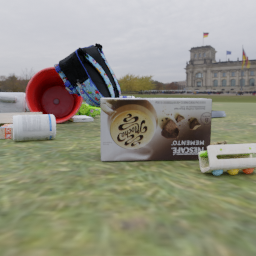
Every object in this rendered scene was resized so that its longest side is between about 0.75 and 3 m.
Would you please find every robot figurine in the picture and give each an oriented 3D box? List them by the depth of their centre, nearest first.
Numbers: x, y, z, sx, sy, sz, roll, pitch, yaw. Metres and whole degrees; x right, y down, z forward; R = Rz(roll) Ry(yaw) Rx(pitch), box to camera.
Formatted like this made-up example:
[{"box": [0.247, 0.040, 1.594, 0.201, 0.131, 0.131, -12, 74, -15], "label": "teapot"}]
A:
[{"box": [-5.513, -0.976, 12.959, 2.360, 1.333, 2.002, -2, -27, -14], "label": "robot figurine"}]

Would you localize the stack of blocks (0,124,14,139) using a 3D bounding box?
[{"box": [-3.389, 0.081, 8.352, 0.637, 0.324, 1.107, -1, 7, -13], "label": "stack of blocks"}]

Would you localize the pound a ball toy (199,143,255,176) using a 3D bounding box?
[{"box": [1.657, 0.548, 4.461, 1.029, 0.437, 0.671, -1, -19, -8], "label": "pound a ball toy"}]

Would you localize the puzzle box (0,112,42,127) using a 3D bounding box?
[{"box": [-4.309, -0.226, 9.510, 2.708, 0.344, 1.802, -3, -4, -18], "label": "puzzle box"}]

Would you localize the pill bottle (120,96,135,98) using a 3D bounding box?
[{"box": [0.037, -1.972, 22.351, 1.921, 1.150, 1.150, 0, 7, -2], "label": "pill bottle"}]

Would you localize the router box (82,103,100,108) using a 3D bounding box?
[{"box": [-2.899, -1.247, 17.980, 2.317, 0.720, 1.736, 5, 8, 36], "label": "router box"}]

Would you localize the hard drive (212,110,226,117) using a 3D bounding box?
[{"box": [4.459, -0.773, 15.476, 1.704, 0.361, 1.149, -4, 8, -31], "label": "hard drive"}]

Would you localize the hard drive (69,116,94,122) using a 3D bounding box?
[{"box": [-2.306, -0.449, 13.509, 0.941, 0.187, 1.427, -3, 8, -22], "label": "hard drive"}]

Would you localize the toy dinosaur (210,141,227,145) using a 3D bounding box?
[{"box": [1.970, 0.381, 6.090, 0.924, 0.269, 0.467, -3, 6, -24], "label": "toy dinosaur"}]

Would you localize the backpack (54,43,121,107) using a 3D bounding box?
[{"box": [-1.279, -1.703, 9.942, 1.452, 2.158, 1.970, -27, 13, 24], "label": "backpack"}]

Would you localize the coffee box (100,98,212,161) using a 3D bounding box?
[{"box": [0.504, -0.006, 5.489, 2.072, 1.171, 0.827, 0, 7, -4], "label": "coffee box"}]

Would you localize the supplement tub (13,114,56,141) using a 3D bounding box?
[{"box": [-2.526, -0.012, 7.554, 1.063, 0.701, 0.701, -2, 7, -24], "label": "supplement tub"}]

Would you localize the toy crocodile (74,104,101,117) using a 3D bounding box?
[{"box": [-2.694, -0.934, 15.297, 2.926, 0.903, 0.988, 7, 7, 16], "label": "toy crocodile"}]

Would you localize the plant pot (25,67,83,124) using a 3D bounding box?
[{"box": [-3.288, -1.340, 12.826, 2.446, 2.446, 2.164, -1, -2, -11], "label": "plant pot"}]
